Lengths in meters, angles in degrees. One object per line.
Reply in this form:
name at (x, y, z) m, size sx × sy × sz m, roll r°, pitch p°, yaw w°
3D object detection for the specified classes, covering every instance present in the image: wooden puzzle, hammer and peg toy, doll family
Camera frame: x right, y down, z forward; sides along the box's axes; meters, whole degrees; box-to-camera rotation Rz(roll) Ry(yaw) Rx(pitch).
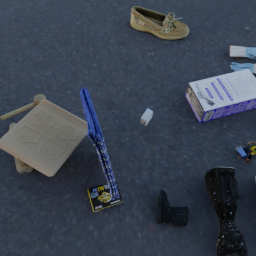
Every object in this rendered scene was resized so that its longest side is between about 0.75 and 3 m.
wooden puzzle at (-2.702, 0.312, 9.379) m, size 2.109 × 0.527 × 2.277 m, roll 28°, pitch 56°, yaw 8°
hammer and peg toy at (-3.308, 0.176, 10.094) m, size 1.975 × 0.947 × 2.685 m, roll -20°, pitch 59°, yaw -11°
doll family at (4.348, 0.870, 9.966) m, size 1.131 × 0.444 × 0.654 m, roll -21°, pitch 63°, yaw -7°

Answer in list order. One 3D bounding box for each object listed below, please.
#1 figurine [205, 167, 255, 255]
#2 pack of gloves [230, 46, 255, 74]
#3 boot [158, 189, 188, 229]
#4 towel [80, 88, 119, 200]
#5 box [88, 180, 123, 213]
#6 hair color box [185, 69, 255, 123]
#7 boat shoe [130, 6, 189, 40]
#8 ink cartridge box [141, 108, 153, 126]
figurine at (3.852, 2.617, 8.529) m, size 2.697 × 1.161 × 2.632 m, roll 1°, pitch 65°, yaw 0°
pack of gloves at (5.435, -2.963, 12.596) m, size 1.736 × 0.343 × 1.458 m, roll 7°, pitch 68°, yaw 8°
boot at (1.421, 2.547, 8.849) m, size 0.932 × 0.421 × 1.138 m, roll 4°, pitch 64°, yaw 5°
towel at (-0.874, 0.510, 8.332) m, size 0.354 × 2.968 × 2.149 m, roll -16°, pitch 43°, yaw -6°
box at (-0.741, 2.236, 9.159) m, size 0.998 × 0.246 × 0.797 m, roll -15°, pitch 57°, yaw -10°
hair color box at (3.836, -1.296, 11.096) m, size 2.694 × 0.873 × 1.473 m, roll -13°, pitch 59°, yaw -11°
boat shoe at (1.507, -5.080, 13.512) m, size 2.956 × 0.927 × 1.083 m, roll 15°, pitch 58°, yaw 10°
ink cartridge box at (0.681, -0.375, 10.212) m, size 0.260 × 0.767 × 0.445 m, roll 33°, pitch 78°, yaw 8°
